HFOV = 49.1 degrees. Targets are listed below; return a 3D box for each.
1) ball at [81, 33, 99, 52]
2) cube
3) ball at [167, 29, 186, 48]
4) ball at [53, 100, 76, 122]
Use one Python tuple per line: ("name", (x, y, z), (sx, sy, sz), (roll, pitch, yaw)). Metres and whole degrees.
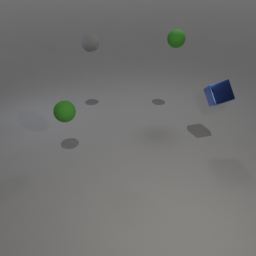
("ball", (-1.478, -3.331, 10.947), (0.700, 0.700, 0.700), (0, 29, 0))
("cube", (3.098, -1.168, 9.554), (0.700, 0.700, 0.700), (-18, -2, -1))
("ball", (1.865, -3.449, 10.803), (0.700, 0.700, 0.700), (0, 29, 0))
("ball", (-2.014, -0.527, 8.914), (0.700, 0.700, 0.700), (0, 29, 0))
